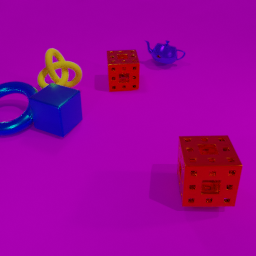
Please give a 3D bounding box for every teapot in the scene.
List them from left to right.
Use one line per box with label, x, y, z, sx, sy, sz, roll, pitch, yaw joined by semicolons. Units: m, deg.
teapot;1.424;-3.061;11.141;1.727;0.846;1.074;14;22;3

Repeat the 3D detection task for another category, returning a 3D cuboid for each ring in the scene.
ring;-3.616;-0.635;8.509;1.978;0.396;1.978;-2;57;3

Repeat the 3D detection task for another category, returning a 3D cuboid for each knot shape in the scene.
knot shape;-2.376;-1.780;9.317;1.374;1.469;0.679;-52;24;-20

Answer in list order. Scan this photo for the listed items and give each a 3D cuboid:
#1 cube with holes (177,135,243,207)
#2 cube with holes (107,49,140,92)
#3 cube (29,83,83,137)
cube with holes;1.739;0.940;6.266;1.128;1.128;1.128;-1;31;4
cube with holes;-0.186;-2.056;10.015;1.074;1.074;1.074;-4;41;-4
cube;-2.069;-0.543;8.198;1.052;1.052;1.052;17;39;19
